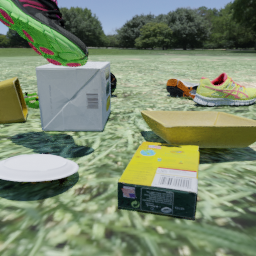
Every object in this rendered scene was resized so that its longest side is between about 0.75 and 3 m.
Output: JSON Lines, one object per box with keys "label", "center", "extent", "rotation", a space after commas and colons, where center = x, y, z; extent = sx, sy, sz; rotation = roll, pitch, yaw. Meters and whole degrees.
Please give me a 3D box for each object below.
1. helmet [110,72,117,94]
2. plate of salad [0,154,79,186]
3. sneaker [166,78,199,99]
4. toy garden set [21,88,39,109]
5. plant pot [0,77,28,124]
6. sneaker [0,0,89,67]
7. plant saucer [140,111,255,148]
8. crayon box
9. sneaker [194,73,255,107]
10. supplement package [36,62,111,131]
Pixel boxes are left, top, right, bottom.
{"label": "helmet", "center": [-1.075, -1.989, 12.927], "extent": [1.081, 1.030, 1.081], "rotation": [19, 45, -20]}
{"label": "plate of salad", "center": [-1.726, 0.802, 5.227], "extent": [1.583, 0.380, 1.583], "rotation": [4, 8, -1]}
{"label": "sneaker", "center": [2.780, -1.710, 12.680], "extent": [2.228, 0.844, 1.025], "rotation": [24, 21, 37]}
{"label": "toy garden set", "center": [-3.310, -1.417, 11.851], "extent": [2.918, 0.582, 2.432], "rotation": [12, 21, 34]}
{"label": "plant pot", "center": [-4.107, -0.835, 9.062], "extent": [1.316, 1.278, 1.287], "rotation": [-14, 20, -10]}
{"label": "sneaker", "center": [-1.866, -2.418, 6.030], "extent": [2.924, 1.122, 1.225], "rotation": [41, 72, 14]}
{"label": "plant saucer", "center": [1.711, 0.008, 6.904], "extent": [2.454, 0.595, 2.455], "rotation": [-1, 10, -9]}
{"label": "crayon box", "center": [0.652, 0.800, 5.021], "extent": [1.213, 0.485, 1.910], "rotation": [5, 19, 15]}
{"label": "sneaker", "center": [4.041, -1.570, 11.226], "extent": [2.807, 1.268, 1.097], "rotation": [-4, 16, -17]}
{"label": "supplement package", "center": [-1.548, -1.115, 8.831], "extent": [1.803, 1.816, 2.393], "rotation": [1, 18, 2]}
